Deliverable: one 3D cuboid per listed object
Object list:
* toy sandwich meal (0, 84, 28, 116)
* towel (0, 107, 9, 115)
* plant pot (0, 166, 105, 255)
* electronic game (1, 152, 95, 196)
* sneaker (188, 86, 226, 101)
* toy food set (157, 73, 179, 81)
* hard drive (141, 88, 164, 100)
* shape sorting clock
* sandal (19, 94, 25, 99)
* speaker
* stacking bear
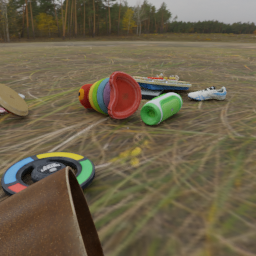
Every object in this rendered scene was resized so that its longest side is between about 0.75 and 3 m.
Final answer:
[{"bbox_3d":[-4.027,-0.855,9.276,1.646,0.564,1.646,44,10,-10],"label":"toy sandwich meal"},{"bbox_3d":[-4.862,-0.545,9.767,0.933,0.147,1.296,12,24,30],"label":"towel"},{"bbox_3d":[-1.178,1.478,2.688,1.830,1.711,1.711,-18,24,-9],"label":"plant pot"},{"bbox_3d":[-1.562,0.911,5.614,1.810,0.377,1.810,0,21,0],"label":"electronic game"},{"bbox_3d":[3.237,-1.426,11.488,1.603,0.581,0.576,-4,22,-7],"label":"sneaker"},{"bbox_3d":[2.176,-2.793,15.378,1.124,0.340,0.807,-1,21,-3],"label":"toy food set"},{"bbox_3d":[0.992,-1.509,12.186,0.926,0.218,1.327,6,21,18],"label":"hard drive"},{"bbox_3d":[1.481,-2.125,12.820,2.839,0.557,2.839,2,13,0],"label":"shape sorting clock"},{"bbox_3d":[-4.657,-1.189,11.319,0.472,0.285,1.159,28,18,24],"label":"sandal"},{"bbox_3d":[1.137,-0.658,9.188,0.782,0.782,1.769,14,25,32],"label":"speaker"},{"bbox_3d":[-0.821,-1.082,9.548,1.346,1.437,2.366,-1,6,-44],"label":"stacking bear"}]
